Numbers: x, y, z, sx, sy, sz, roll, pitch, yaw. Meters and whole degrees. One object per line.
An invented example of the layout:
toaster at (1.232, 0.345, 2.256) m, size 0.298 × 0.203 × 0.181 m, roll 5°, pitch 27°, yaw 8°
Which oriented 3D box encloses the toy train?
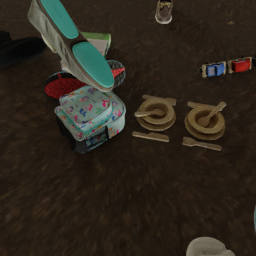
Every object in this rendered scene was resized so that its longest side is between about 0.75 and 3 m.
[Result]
toy train at (3.307, -1.868, 8.387) m, size 2.456 × 0.419 × 0.562 m, roll -11°, pitch 28°, yaw -6°

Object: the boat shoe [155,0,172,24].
boat shoe at (1.403, -4.616, 10.704) m, size 0.623 × 0.516 × 1.735 m, roll 7°, pitch 51°, yaw 6°

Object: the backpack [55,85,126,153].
backpack at (-0.856, -0.329, 6.822) m, size 1.555 × 1.171 × 1.380 m, roll -26°, pitch 56°, yaw -26°

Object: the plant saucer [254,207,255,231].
plant saucer at (3.766, 2.008, 5.364) m, size 2.504 × 0.343 × 2.504 m, roll 0°, pitch 50°, yaw 1°

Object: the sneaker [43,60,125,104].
sneaker at (-1.187, -1.291, 7.908) m, size 2.319 × 0.920 × 1.108 m, roll -12°, pitch 17°, yaw 4°

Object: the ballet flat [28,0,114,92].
ballet flat at (-1.380, -1.900, 6.737) m, size 2.825 × 0.900 × 0.952 m, roll 54°, pitch 42°, yaw 1°

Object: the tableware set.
tableware set at (1.360, -0.329, 7.198) m, size 2.308 × 0.462 × 1.526 m, roll 10°, pitch 51°, yaw 8°

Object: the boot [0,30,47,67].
boot at (-3.777, -2.720, 9.090) m, size 1.831 × 0.678 × 1.500 m, roll -29°, pitch 52°, yaw -21°

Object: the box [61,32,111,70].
box at (-1.321, -2.491, 9.094) m, size 1.279 × 0.322 × 1.772 m, roll 6°, pitch 52°, yaw 5°

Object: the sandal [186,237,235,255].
sandal at (1.885, 3.056, 4.319) m, size 1.183 × 0.714 × 2.907 m, roll -2°, pitch 36°, yaw -21°
